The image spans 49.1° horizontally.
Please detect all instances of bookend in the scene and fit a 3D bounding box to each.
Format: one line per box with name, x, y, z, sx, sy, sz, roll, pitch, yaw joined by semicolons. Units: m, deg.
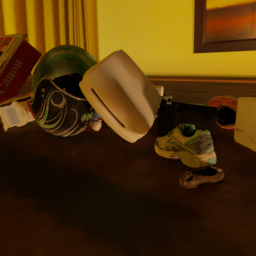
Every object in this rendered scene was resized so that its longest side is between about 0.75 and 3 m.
bookend;1.349;-0.240;8.137;1.715;0.795;1.726;-10;15;-37

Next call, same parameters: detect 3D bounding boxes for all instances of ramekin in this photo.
ramekin;-2.515;-1.870;11.345;2.729;2.729;1.333;-8;7;-32

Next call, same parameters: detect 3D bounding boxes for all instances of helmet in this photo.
helmet;-1.799;-0.588;7.759;1.733;1.652;1.733;23;32;-16

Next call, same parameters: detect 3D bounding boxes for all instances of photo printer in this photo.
photo printer;-0.117;-0.925;7.634;0.909;2.179;2.619;-35;12;27

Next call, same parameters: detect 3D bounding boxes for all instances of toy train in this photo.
toy train;0.668;-0.765;10.337;2.290;0.976;1.305;-5;4;-22

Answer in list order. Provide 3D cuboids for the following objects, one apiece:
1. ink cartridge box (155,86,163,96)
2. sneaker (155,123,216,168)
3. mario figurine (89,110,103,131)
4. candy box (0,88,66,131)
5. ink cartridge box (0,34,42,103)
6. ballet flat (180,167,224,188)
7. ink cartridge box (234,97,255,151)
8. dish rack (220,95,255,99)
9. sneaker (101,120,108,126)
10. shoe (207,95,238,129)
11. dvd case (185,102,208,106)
ink cartridge box;0.679;-1.202;11.683;1.532;1.109;0.643;4;13;16
sneaker;1.155;0.255;5.823;0.696;0.774;1.793;-7;8;-26
mario figurine;-0.906;-0.494;8.880;1.132;0.972;1.834;-30;3;-28
candy box;-2.785;-0.880;9.365;2.723;0.831;1.857;-20;17;-12
ink cartridge box;-4.658;-1.891;10.312;2.627;2.992;1.255;12;-20;40
ballet flat;1.274;0.785;4.750;1.080;0.250;0.364;-5;11;-37
ink cartridge box;4.276;-0.070;6.494;2.792;1.199;2.044;-1;13;-9
dish rack;4.851;-0.798;10.603;2.328;0.635;1.786;-3;22;-16
sneaker;-0.448;-0.378;9.373;0.741;0.623;1.889;9;10;-17
shoe;3.234;-0.572;9.328;1.140;0.896;2.507;1;16;-25
dvd case;3.402;-0.901;12.375;1.581;0.238;2.166;1;14;5
